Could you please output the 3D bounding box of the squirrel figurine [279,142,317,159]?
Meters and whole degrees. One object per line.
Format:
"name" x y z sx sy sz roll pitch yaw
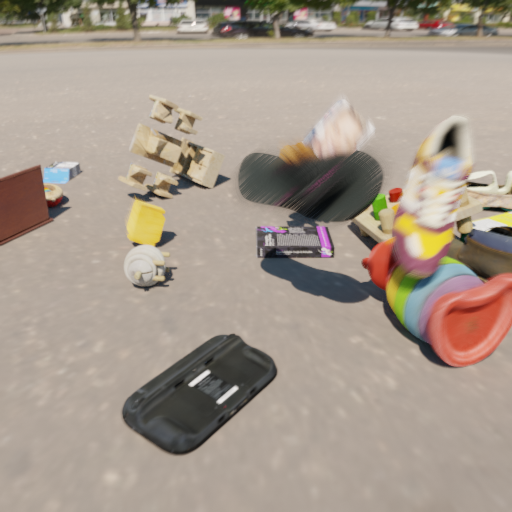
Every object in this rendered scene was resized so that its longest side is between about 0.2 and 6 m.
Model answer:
"squirrel figurine" 0.711 -1.526 9.749 0.802 0.859 0.608 -32 3 1

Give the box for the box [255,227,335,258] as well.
"box" 0.655 -0.253 9.876 1.339 0.242 0.957 1 25 0

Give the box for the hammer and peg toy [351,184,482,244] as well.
"hammer and peg toy" 2.628 -0.940 10.036 1.843 0.884 2.506 -20 23 -3

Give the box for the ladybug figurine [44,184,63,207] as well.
"ladybug figurine" -4.447 -1.270 11.909 0.646 0.342 0.952 -15 29 -28

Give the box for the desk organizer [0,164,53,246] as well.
"desk organizer" -5.089 -0.716 9.756 1.083 1.163 3.020 11 27 22

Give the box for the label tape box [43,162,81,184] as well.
"label tape box" -4.755 -2.029 13.601 0.642 0.282 0.891 3 25 7

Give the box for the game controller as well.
"game controller" -0.566 1.462 6.196 0.956 0.386 1.833 31 37 24

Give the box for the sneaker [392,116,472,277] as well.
"sneaker" 2.043 -0.709 6.472 0.705 1.880 0.847 12 -17 5

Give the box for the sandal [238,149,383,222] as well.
"sandal" 0.464 -0.828 6.507 0.519 0.814 2.167 -3 8 -43

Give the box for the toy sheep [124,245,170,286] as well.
"toy sheep" -1.684 0.157 8.532 0.690 0.690 1.001 0 12 1

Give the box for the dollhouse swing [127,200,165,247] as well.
"dollhouse swing" -1.958 -0.603 9.945 0.618 0.680 0.598 17 11 -11

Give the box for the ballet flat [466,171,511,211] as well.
"ballet flat" 4.984 -1.335 11.518 2.368 0.796 0.806 2 25 3

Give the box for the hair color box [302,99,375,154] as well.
"hair color box" 1.423 -2.168 11.250 0.891 1.781 0.539 40 6 -10

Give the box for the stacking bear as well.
"stacking bear" 2.194 0.399 7.298 1.235 1.156 2.033 -16 32 -16

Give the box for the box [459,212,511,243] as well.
"box" 4.947 -0.309 9.574 2.555 0.618 1.499 -14 28 -22

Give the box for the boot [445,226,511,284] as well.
"boot" 3.507 -0.129 8.611 0.829 1.076 2.220 -9 27 -19

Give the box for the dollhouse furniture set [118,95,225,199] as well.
"dollhouse furniture set" -1.966 -2.340 12.537 2.079 1.909 1.353 15 9 -46
